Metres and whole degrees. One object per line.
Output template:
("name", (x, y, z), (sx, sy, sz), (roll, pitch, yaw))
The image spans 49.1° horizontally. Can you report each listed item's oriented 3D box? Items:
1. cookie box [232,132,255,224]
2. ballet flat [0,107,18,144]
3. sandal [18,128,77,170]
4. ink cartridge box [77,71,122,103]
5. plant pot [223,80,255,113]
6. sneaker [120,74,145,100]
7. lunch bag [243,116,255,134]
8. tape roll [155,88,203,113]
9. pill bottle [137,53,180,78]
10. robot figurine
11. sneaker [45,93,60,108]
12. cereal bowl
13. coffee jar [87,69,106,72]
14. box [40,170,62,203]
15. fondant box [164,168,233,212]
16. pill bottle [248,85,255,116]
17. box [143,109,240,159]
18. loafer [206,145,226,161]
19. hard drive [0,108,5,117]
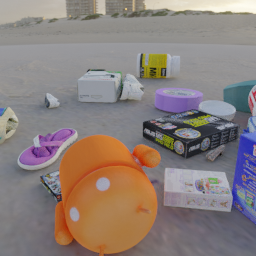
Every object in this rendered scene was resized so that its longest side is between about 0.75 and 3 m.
("cookie box", (2.870, 1.121, 5.578), (0.647, 1.721, 1.472), (-8, 23, -20))
("ballet flat", (-4.449, -0.091, 10.222), (0.828, 0.828, 2.384), (-2, 23, -5))
("sandal", (-2.512, 0.439, 8.767), (1.097, 0.662, 2.695), (5, 22, 14))
("ink cartridge box", (-1.433, -2.270, 14.998), (2.000, 1.133, 2.728), (2, 21, 4))
("plant pot", (5.425, -1.467, 12.887), (1.878, 1.327, 1.328), (3, 20, 29))
("sneaker", (0.261, -2.117, 15.016), (1.197, 1.110, 2.954), (11, 25, -2))
("lunch bag", (4.624, 0.548, 7.939), (2.381, 1.123, 2.971), (1, 22, 8))
("tape roll", (2.359, -1.331, 13.112), (2.171, 0.712, 2.171), (2, 18, -1))
("pill bottle", (2.127, -4.363, 19.645), (2.921, 1.669, 1.669), (3, 22, 8))
("robot figurine", (-0.446, 1.163, 5.509), (2.089, 1.694, 2.905), (-6, 22, -15))
("sneaker", (-3.689, -1.289, 13.572), (0.623, 0.533, 1.431), (3, 25, -26))
("cereal bowl", (3.570, -0.576, 11.340), (1.436, 0.598, 1.436), (0, 29, 0))
("coffee jar", (-2.260, -3.915, 19.998), (1.316, 0.561, 0.686), (4, 21, 9))
("box", (-1.643, 1.390, 6.971), (0.728, 0.212, 1.064), (-15, 26, -34))
("fondant box", (1.593, 1.420, 6.599), (1.473, 0.429, 1.063), (2, 21, 8))
("pill bottle", (5.506, -0.767, 10.553), (1.608, 1.608, 2.864), (6, 23, 16))
("box", (2.178, 0.084, 9.766), (2.663, 0.589, 2.133), (-14, 26, -32))
("loafer", (2.718, 0.778, 8.517), (0.857, 0.308, 0.270), (-21, 57, -34))
("hard drive", (-6.164, -0.243, 10.934), (1.807, 0.347, 2.739), (4, 22, 9))
